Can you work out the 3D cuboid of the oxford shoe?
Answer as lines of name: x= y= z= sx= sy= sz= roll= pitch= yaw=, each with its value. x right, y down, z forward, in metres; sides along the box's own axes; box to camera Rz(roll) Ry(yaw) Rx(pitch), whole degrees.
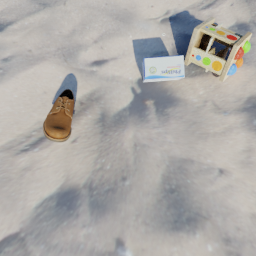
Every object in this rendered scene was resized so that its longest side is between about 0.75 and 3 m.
oxford shoe: x=-1.855 y=-0.414 z=7.705 sx=0.770 sy=0.769 sz=2.159 roll=12 pitch=33 yaw=-14

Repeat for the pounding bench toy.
pounding bench toy: x=3.311 y=-2.827 z=9.650 sx=1.689 sy=1.345 sz=2.166 roll=31 pitch=49 yaw=21

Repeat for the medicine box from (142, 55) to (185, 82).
medicine box: x=1.077 y=-1.844 z=8.858 sx=1.201 sy=1.318 sz=0.679 roll=-4 pitch=96 yaw=1
